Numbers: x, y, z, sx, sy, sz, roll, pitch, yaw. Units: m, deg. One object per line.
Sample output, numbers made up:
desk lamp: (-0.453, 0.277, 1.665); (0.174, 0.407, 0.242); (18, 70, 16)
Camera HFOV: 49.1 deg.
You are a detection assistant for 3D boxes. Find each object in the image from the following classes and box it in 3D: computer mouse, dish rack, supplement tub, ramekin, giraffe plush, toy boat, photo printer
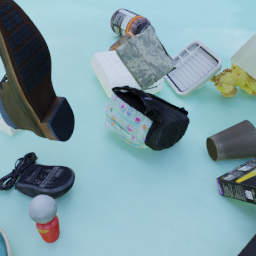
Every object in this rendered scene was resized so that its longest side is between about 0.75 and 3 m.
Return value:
computer mouse: (-2.001, 1.219, 6.547); (1.887, 0.497, 1.307); (7, 37, 26)
dish rack: (2.315, -2.147, 10.286); (1.886, 0.479, 2.198); (-38, 38, 12)
supplement tub: (0.267, -4.910, 13.731); (1.347, 1.347, 2.519); (-21, 43, -25)
ramekin: (3.671, -2.075, 6.782); (1.123, 2.139, 2.139); (47, 51, 6)
giraffe plush: (3.662, -1.642, 9.567); (1.442, 1.778, 1.535); (-34, 12, -4)
toy boat: (-2.333, 2.051, 4.871); (2.406, 1.118, 2.023); (-24, 43, -27)
photo printer: (-0.020, -1.982, 10.262); (2.158, 0.901, 2.594); (-11, 39, -17)

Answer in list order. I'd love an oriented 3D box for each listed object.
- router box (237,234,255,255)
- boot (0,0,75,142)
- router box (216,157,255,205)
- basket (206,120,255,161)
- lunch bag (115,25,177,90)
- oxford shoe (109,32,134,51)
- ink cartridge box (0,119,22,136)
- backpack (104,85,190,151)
router box: (3.167, 2.720, 4.306); (2.213, 0.735, 2.814); (-28, 46, -31)
boot: (-2.089, -0.841, 5.090); (1.387, 2.862, 1.069); (4, 44, 20)
router box: (3.020, 1.079, 6.163); (1.671, 0.436, 1.314); (-20, 8, -24)
basket: (2.699, 0.400, 7.299); (1.147, 0.780, 1.034); (-13, 74, -8)
lunch bag: (0.435, -1.618, 6.549); (1.025, 1.222, 0.852); (-35, 12, 7)
oxford shoe: (-0.254, -3.312, 11.636); (0.828, 0.810, 2.271); (-33, 9, -15)
ink cartridge box: (-3.351, -0.177, 8.402); (0.584, 0.336, 0.805); (22, 43, 26)
backpack: (0.341, -0.298, 7.595); (2.178, 1.378, 1.817); (32, 19, 30)
